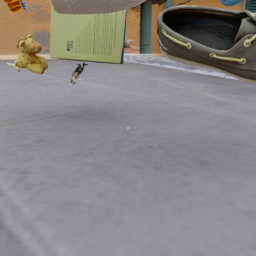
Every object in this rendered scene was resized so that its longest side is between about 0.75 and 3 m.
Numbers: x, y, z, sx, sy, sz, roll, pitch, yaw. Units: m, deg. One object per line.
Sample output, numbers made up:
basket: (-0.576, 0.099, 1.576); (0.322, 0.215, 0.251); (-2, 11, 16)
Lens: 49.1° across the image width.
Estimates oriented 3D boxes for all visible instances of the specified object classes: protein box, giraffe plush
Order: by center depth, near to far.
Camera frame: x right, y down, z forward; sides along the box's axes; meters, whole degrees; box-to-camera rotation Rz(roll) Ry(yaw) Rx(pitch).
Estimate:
giraffe plush: (-2.722, -2.090, 7.739); (1.079, 0.875, 0.931); (-2, 38, -33)
protein box: (-1.036, -2.786, 7.776); (1.884, 1.871, 1.271); (5, 12, 2)

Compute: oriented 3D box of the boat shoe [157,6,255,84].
boat shoe: (1.789, -1.422, 4.611); (2.790, 0.997, 0.834); (16, -11, 21)

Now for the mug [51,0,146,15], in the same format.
mug: (-0.488, -2.787, 5.089); (1.797, 1.513, 2.049); (1, 39, 2)

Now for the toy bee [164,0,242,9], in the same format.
toy bee: (1.853, -3.199, 5.568); (2.451, 1.332, 1.605); (-4, -22, 17)

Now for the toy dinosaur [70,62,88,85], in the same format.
toy dinosaur: (-1.348, -1.584, 7.704); (0.248, 0.461, 1.047); (33, 34, -12)

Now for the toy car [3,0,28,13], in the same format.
toy car: (-2.690, -3.897, 8.303); (1.303, 0.884, 2.657); (12, 41, 43)
